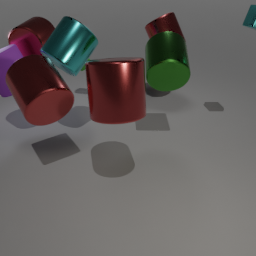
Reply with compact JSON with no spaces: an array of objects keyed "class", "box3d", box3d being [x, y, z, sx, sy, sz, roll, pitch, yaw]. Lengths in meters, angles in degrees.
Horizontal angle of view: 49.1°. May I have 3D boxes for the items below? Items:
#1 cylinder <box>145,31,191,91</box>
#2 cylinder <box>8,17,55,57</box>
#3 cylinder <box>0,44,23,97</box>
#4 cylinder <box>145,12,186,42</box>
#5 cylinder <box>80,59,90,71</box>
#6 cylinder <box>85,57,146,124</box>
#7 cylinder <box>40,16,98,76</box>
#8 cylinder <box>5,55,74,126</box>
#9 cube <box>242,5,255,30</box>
[{"class":"cylinder","box3d":[1.274,-2.166,9.196,1.400,1.400,1.400,1,56,1]},{"class":"cylinder","box3d":[-3.654,-3.435,10.891,1.400,1.400,1.400,6,37,10]},{"class":"cylinder","box3d":[-4.256,-2.035,9.974,1.400,1.400,1.400,-19,29,11]},{"class":"cylinder","box3d":[1.635,-4.079,12.267,1.400,1.400,1.400,-25,9,4]},{"class":"cylinder","box3d":[-2.218,-3.171,13.195,0.700,0.700,0.700,-30,36,25]},{"class":"cylinder","box3d":[-0.277,-0.943,6.769,1.400,1.400,1.400,-3,17,1]},{"class":"cylinder","box3d":[-1.926,-2.672,9.268,1.400,1.400,1.400,29,83,40]},{"class":"cylinder","box3d":[-2.399,-1.020,7.656,1.400,1.400,1.400,-20,61,-32]},{"class":"cube","box3d":[4.439,-3.666,9.391,0.700,0.700,0.700,12,22,-14]}]
